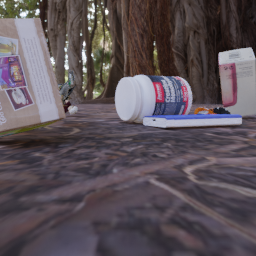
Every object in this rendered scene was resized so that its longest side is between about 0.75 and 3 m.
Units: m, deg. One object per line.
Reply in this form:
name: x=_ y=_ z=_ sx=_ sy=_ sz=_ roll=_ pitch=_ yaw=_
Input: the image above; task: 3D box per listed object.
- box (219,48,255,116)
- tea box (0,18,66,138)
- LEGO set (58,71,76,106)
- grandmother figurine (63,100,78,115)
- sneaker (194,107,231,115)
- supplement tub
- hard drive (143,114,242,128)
box: x=4.158 y=-1.707 z=10.623 sx=1.203 sy=2.209 sz=1.412 roll=-5 pitch=30 yaw=20
tea box: x=-1.907 y=-0.700 z=4.525 sx=1.046 sy=1.566 sz=1.541 roll=-15 pitch=3 yaw=-32
LEGO set: x=-1.939 y=-0.596 z=7.014 sx=2.160 sy=0.612 sz=1.403 roll=-45 pitch=22 yaw=-17
grandmother figurine: x=-2.802 y=-0.893 z=12.042 sx=1.460 sy=0.885 sz=0.442 roll=16 pitch=-24 yaw=22
sneaker: x=2.995 y=-0.476 z=9.926 sx=1.252 sy=0.474 sz=0.576 roll=9 pitch=-7 yaw=15
supplement tub: x=0.814 y=-0.911 z=8.866 sx=2.107 sy=1.478 sz=1.478 roll=-4 pitch=7 yaw=-29
hard drive: x=1.739 y=-0.218 z=7.796 sx=2.246 sy=0.285 sz=1.481 roll=-2 pitch=4 yaw=-19
